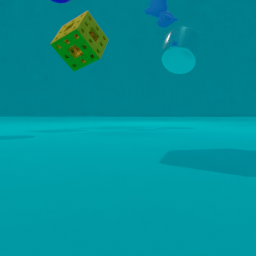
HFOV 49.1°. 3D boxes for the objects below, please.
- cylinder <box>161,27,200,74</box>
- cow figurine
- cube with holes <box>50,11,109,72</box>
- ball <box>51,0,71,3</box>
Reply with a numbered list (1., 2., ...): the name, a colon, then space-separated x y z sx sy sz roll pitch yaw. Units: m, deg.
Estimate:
1. cylinder: 1.682 -2.450 8.874 1.055 1.055 1.055 13 -35 9
2. cow figurine: 1.020 -3.577 8.379 1.066 1.083 0.595 20 18 41
3. cube with holes: -1.263 -2.293 7.467 0.949 0.949 0.949 -17 -50 31
4. ball: -1.445 -3.074 5.885 0.832 0.832 0.832 0 2 0
